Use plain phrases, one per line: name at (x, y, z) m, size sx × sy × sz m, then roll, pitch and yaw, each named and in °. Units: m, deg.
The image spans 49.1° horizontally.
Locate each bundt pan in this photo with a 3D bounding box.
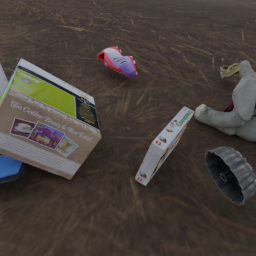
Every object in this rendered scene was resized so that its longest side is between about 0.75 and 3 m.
bundt pan at (1.922, 0.820, 5.151) m, size 0.425 × 1.132 × 1.132 m, roll -27°, pitch 37°, yaw -7°

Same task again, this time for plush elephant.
plush elephant at (3.281, -0.765, 7.237) m, size 2.194 × 2.063 × 2.664 m, roll -10°, pitch 33°, yaw -16°

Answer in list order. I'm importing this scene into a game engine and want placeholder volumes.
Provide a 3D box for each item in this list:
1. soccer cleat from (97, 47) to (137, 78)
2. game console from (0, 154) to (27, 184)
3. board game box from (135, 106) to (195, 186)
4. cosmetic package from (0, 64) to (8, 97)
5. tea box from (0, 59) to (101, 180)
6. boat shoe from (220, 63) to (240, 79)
soccer cleat at (-0.423, -2.508, 10.918) m, size 0.942 × 0.822 × 2.464 m, roll -23°, pitch 40°, yaw -11°
game console at (-2.942, 0.541, 5.912) m, size 0.963 × 1.389 × 1.628 m, roll -43°, pitch 21°, yaw 7°
board game box at (0.851, 0.355, 6.262) m, size 0.310 × 1.131 × 1.792 m, roll 33°, pitch 41°, yaw 14°
cosmetic package at (-4.397, -0.917, 7.457) m, size 1.981 × 1.635 × 1.633 m, roll -29°, pitch 19°, yaw -38°
tea box at (-1.849, -0.228, 6.269) m, size 1.998 × 1.335 × 1.966 m, roll 28°, pitch 21°, yaw -25°
boat shoe at (3.701, -2.116, 10.104) m, size 0.529 × 0.456 × 1.450 m, roll -21°, pitch 4°, yaw 2°
